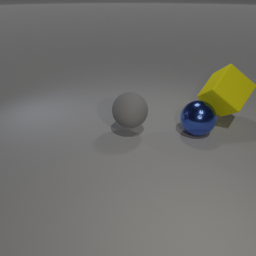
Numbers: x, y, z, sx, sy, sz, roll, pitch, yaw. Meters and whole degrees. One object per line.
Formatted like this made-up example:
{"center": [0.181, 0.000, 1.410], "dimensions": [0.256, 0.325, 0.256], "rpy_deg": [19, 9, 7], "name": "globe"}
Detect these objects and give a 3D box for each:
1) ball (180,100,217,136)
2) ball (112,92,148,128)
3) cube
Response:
{"center": [2.762, -0.386, 11.007], "dimensions": [1.400, 1.400, 1.400], "rpy_deg": [0, 28, 0], "name": "ball"}
{"center": [0.080, -0.688, 10.830], "dimensions": [1.400, 1.400, 1.400], "rpy_deg": [0, 28, 0], "name": "ball"}
{"center": [4.007, -1.499, 11.516], "dimensions": [1.400, 1.400, 1.400], "rpy_deg": [-53, 7, -12], "name": "cube"}
